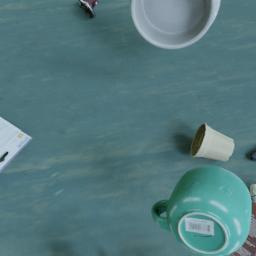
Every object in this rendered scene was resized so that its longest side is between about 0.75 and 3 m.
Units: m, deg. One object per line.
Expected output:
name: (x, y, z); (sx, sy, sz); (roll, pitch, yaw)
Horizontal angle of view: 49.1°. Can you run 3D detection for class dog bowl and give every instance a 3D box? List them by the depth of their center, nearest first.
dog bowl: (1.426, -3.906, 8.945); (2.988, 2.988, 0.876); (10, 42, 6)

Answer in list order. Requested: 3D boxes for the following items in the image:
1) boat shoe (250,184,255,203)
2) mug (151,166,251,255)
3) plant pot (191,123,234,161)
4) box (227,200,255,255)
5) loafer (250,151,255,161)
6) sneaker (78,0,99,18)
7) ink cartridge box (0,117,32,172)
boat shoe: (4.700, 1.969, 8.383); (2.030, 0.720, 0.709); (1, 61, 8)
mug: (1.411, 1.733, 5.372); (1.507, 1.834, 1.134); (41, 31, 5)
plant pot: (2.761, 0.559, 9.065); (1.070, 1.168, 1.168); (20, 60, -1)
box: (3.296, 2.913, 7.835); (0.823, 0.616, 1.644); (35, 66, 20)
loafer: (4.537, 0.784, 9.262); (1.093, 0.384, 0.371); (-20, 61, -12)
sneaker: (-1.681, -5.791, 13.222); (0.851, 0.558, 1.474); (-26, 61, -18)
ink cartridge box: (-4.729, 0.692, 9.264); (2.311, 0.500, 2.269); (30, 63, 15)
